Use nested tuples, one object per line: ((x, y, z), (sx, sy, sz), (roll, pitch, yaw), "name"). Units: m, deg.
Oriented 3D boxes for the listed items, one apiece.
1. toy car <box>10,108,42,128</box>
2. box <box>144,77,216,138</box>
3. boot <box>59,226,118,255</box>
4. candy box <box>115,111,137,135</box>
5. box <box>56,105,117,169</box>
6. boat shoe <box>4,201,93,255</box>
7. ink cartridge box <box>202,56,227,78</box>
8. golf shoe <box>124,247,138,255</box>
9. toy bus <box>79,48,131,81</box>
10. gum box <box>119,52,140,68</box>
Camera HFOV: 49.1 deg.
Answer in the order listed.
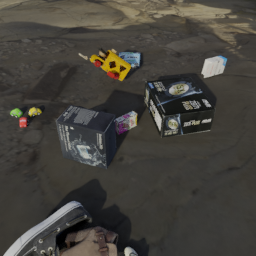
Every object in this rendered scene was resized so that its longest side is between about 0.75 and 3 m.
((-4.607, -0.604, 12.190), (1.245, 0.295, 1.323), (15, 42, 17), "toy car")
((2.075, -0.976, 11.962), (2.188, 1.151, 2.672), (-7, 40, -10), "box")
((-0.985, 3.372, 7.101), (1.432, 0.688, 1.958), (3, 39, 3), "boot")
((-0.081, -0.216, 11.445), (0.959, 0.654, 0.293), (-28, 48, -28), "candy box")
((-1.408, 0.318, 9.915), (1.800, 1.770, 1.057), (12, 41, 14), "box")
((-2.037, 3.053, 7.381), (0.901, 0.951, 2.721), (26, 39, 30), "boat shoe")
((4.475, -3.251, 14.862), (1.471, 0.853, 0.499), (-19, 44, -29), "ink cartridge box")
((0.172, 3.400, 7.334), (0.304, 0.347, 0.787), (-23, 44, -24), "golf shoe")
((-0.947, -3.376, 14.063), (2.128, 1.165, 2.255), (38, 10, 19), "toy bus")
((0.062, -3.947, 16.159), (1.241, 0.325, 1.461), (2, 37, 5), "gum box")
